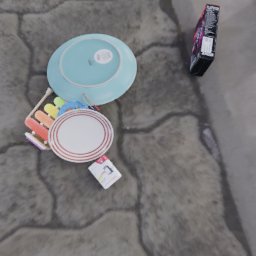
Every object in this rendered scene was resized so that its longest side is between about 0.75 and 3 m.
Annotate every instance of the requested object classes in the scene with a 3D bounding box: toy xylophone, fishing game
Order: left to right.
[{"bbox_3d":[-2.250,-0.388,8.520,1.585,0.544,2.165,29,76,8],"label":"toy xylophone"},{"bbox_3d":[-1.586,-0.341,8.111,1.434,0.223,1.027,-42,78,0],"label":"fishing game"}]

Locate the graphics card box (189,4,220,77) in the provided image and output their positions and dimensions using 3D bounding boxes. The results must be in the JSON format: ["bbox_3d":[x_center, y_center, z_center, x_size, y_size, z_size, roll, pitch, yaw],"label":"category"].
[{"bbox_3d":[2.407,-2.737,8.848,0.486,1.199,1.912,10,75,-1],"label":"graphics card box"}]

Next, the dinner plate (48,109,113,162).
[{"bbox_3d":[-1.309,0.214,7.861,1.794,1.794,0.217,-12,34,-3],"label":"dinner plate"}]

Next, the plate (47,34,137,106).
[{"bbox_3d":[-1.157,-1.997,8.817,2.865,0.366,2.865,-1,63,2],"label":"plate"}]

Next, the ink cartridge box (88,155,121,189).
[{"bbox_3d":[-0.659,1.262,8.042,0.578,0.335,0.782,-42,79,4],"label":"ink cartridge box"}]
